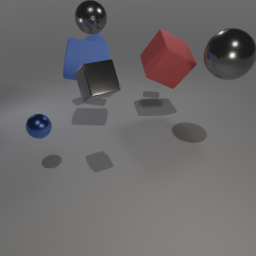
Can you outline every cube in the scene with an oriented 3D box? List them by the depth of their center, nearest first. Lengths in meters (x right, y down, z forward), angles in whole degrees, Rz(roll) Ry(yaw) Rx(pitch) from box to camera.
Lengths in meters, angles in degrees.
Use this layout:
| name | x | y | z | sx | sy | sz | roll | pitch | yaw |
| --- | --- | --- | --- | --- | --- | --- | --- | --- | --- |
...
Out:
| name | x | y | z | sx | sy | sz | roll | pitch | yaw |
| --- | --- | --- | --- | --- | --- | --- | --- | --- | --- |
| cube | -0.679 | -1.033 | 6.208 | 0.700 | 0.700 | 0.700 | -16 | 1 | -24 |
| cube | 1.509 | -2.631 | 10.791 | 1.400 | 1.400 | 1.400 | 17 | 43 | -30 |
| cube | -1.282 | -3.148 | 10.883 | 0.700 | 0.700 | 0.700 | -4 | 52 | 30 |

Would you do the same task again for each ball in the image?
| name | x | y | z | sx | sy | sz | roll | pitch | yaw |
| --- | --- | --- | --- | --- | --- | --- | --- | --- | --- |
| ball | -2.487 | -0.051 | 7.814 | 0.700 | 0.700 | 0.700 | 0 | 31 | 0 |
| ball | 2.839 | -2.048 | 7.835 | 1.400 | 1.400 | 1.400 | 0 | 31 | 0 |
| ball | -1.620 | -4.831 | 12.251 | 1.400 | 1.400 | 1.400 | 0 | 31 | 0 |

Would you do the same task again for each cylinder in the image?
| name | x | y | z | sx | sy | sz | roll | pitch | yaw |
| --- | --- | --- | --- | --- | --- | --- | --- | --- | --- |
| cylinder | -1.440 | -2.293 | 9.713 | 1.400 | 1.400 | 1.400 | 9 | 30 | -10 |
